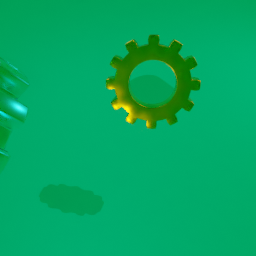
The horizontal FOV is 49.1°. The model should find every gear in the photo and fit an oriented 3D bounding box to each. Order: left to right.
[{"bbox_3d":[-1.821,0.087,2.942,1.902,0.352,1.902,-20,52,29],"label":"gear"},{"bbox_3d":[0.388,-0.709,4.423,1.432,1.432,0.265,4,21,4],"label":"gear"}]
